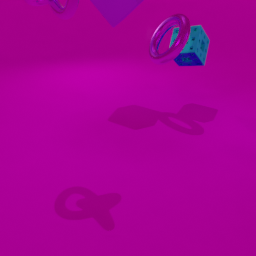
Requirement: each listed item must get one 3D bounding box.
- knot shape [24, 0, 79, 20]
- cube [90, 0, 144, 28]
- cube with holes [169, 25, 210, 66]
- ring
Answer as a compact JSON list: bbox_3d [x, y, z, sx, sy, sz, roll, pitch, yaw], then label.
[{"bbox_3d":[-1.324,-2.767,5.617,1.453,0.671,1.359,-38,54,-1],"label":"knot shape"},{"bbox_3d":[-0.324,-4.418,9.567,1.203,1.203,1.203,-32,18,33],"label":"cube"},{"bbox_3d":[2.165,-2.866,9.905,1.001,1.001,1.001,7,-11,35],"label":"cube with holes"},{"bbox_3d":[1.319,-2.890,9.144,0.351,1.757,1.757,23,14,-32],"label":"ring"}]
